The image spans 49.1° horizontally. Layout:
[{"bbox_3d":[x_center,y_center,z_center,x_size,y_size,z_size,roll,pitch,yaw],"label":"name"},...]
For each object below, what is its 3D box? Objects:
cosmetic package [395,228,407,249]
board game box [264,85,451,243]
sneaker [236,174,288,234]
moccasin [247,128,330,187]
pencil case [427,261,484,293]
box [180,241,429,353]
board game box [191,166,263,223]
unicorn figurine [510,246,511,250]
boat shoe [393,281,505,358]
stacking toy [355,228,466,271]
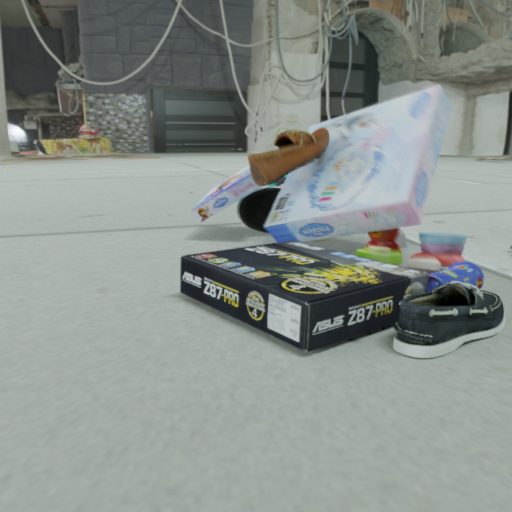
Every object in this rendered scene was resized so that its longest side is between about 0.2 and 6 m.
[{"bbox_3d":[2.871,-0.392,11.825,0.430,0.302,0.848,-10,17,5],"label":"cosmetic package"},{"bbox_3d":[2.041,-1.769,11.256,3.158,0.688,3.174,-9,46,42],"label":"board game box"},{"bbox_3d":[0.631,-1.472,14.833,3.333,1.394,2.013,-8,16,-30],"label":"sneaker"},{"bbox_3d":[0.659,-2.135,11.133,2.158,0.833,0.789,-31,17,-29],"label":"moccasin"},{"bbox_3d":[2.996,0.448,8.706,0.624,0.561,1.437,36,32,31],"label":"pencil case"},{"bbox_3d":[0.623,0.441,8.414,2.411,0.735,2.992,-7,15,-37],"label":"box"},{"bbox_3d":[-0.443,-1.679,13.421,1.890,0.389,1.885,-28,15,23],"label":"board game box"},{"bbox_3d":[5.859,-0.187,11.784,0.867,0.466,1.262,14,31,14],"label":"unicorn figurine"},{"bbox_3d":[2.653,0.702,7.390,0.877,0.700,2.320,12,18,41],"label":"boat shoe"},{"bbox_3d":[2.749,-0.281,10.138,1.949,0.823,1.764,6,6,29],"label":"stacking toy"}]
